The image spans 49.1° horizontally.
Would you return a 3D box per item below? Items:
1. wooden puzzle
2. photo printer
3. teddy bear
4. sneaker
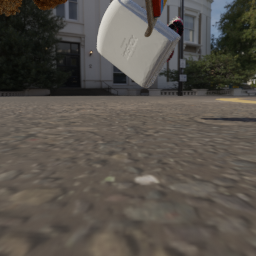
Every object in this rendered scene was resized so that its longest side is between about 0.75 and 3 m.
[{"bbox_3d":[0.479,-2.530,4.764,0.286,1.538,1.423,5,40,13],"label":"wooden puzzle"},{"bbox_3d":[0.192,-3.264,10.565,2.921,2.430,1.014,40,43,8],"label":"photo printer"},{"bbox_3d":[-1.518,-2.631,4.056,0.873,1.896,2.615,26,-14,23],"label":"teddy bear"},{"bbox_3d":[1.727,-3.613,11.735,0.846,2.098,0.784,26,42,-9],"label":"sneaker"}]
